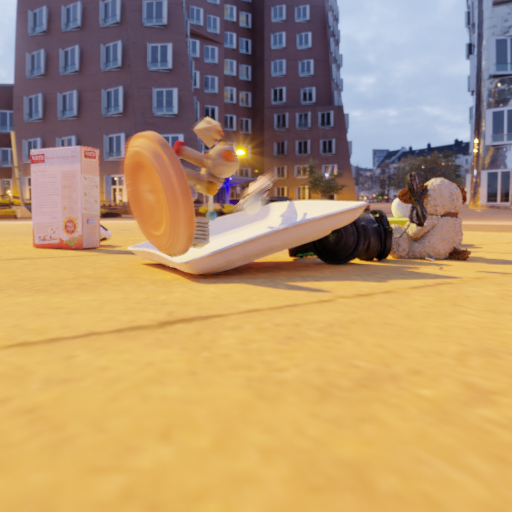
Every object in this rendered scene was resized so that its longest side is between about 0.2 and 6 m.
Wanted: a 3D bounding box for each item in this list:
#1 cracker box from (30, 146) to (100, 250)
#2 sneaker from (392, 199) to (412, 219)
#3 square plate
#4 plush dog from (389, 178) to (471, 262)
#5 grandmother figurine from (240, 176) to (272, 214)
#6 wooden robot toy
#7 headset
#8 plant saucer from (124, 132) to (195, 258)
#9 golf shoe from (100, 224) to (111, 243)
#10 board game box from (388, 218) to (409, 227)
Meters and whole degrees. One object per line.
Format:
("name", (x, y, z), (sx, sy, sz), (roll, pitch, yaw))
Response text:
("cracker box", (-4.597, -1.376, 13.513), (1.610, 2.403, 0.693), (2, 5, 26))
("sneaker", (4.233, -0.909, 15.310), (0.970, 0.920, 2.409), (8, -15, 45))
("square plate", (-0.266, -0.330, 9.214), (3.087, 0.443, 3.117), (-19, 12, -24))
("plush dog", (3.458, -0.715, 10.728), (1.794, 1.541, 1.439), (-3, 5, -31))
("grandmother figurine", (0.007, -1.096, 10.235), (0.363, 0.727, 1.200), (40, 27, -12))
("wooden robot toy", (-0.790, -1.373, 8.930), (1.064, 2.415, 1.096), (23, -23, -23))
("headset", (1.765, -0.546, 9.974), (1.761, 1.340, 2.851), (-5, -4, -40))
("plant saucer", (-1.514, -0.878, 8.378), (0.309, 1.912, 1.912), (-20, 14, -29))
("golf shoe", (-4.816, -0.621, 15.000), (2.201, 0.856, 1.040), (12, 1, 36))
("board game box", (2.975, -0.580, 14.050), (1.554, 0.728, 3.059), (-1, 5, -16))
